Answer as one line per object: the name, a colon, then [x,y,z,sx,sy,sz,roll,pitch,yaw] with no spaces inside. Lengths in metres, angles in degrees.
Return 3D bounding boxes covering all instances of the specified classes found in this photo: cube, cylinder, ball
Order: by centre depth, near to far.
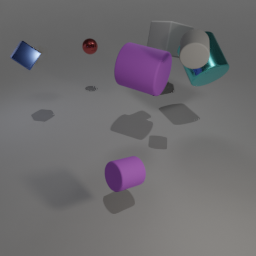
cylinder: [-0.069,1.054,6.489,0.700,0.700,0.700,-9,30,-39]
cylinder: [1.614,-1.918,6.800,0.700,0.700,0.700,6,47,9]
cylinder: [0.494,-1.873,8.922,1.400,1.400,1.400,20,37,20]
cube: [-3.504,-2.475,9.548,0.700,0.700,0.700,34,-1,-30]
cylinder: [2.645,-2.418,9.933,1.400,1.400,1.400,-14,73,-21]
ball: [-1.715,-3.677,12.629,0.700,0.700,0.700,0,32,0]
cube: [1.869,-3.973,12.645,1.400,1.400,1.400,-2,19,-35]
